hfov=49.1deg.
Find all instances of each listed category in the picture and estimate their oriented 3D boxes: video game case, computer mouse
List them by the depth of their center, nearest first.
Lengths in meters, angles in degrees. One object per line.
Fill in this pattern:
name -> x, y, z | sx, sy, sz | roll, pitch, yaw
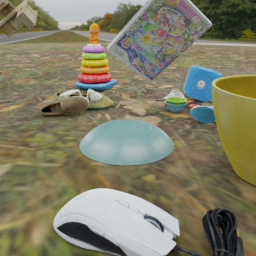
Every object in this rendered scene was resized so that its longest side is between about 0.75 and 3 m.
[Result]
computer mouse -> 0.163, 1.367, 3.926 | 2.800, 0.614, 1.535 | 8, 23, 21
video game case -> 0.931, -2.846, 8.755 | 1.960, 2.737, 0.247 | 30, 37, -28

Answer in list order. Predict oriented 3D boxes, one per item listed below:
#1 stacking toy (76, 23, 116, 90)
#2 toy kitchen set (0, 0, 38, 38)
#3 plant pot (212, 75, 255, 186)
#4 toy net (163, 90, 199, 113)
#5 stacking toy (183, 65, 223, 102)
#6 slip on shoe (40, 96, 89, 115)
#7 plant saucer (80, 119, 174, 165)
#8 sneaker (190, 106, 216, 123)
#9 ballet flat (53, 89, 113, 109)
stacking toy -> -1.570, -3.335, 13.096 | 1.623, 2.957, 1.716 | 9, 23, 22
toy kitchen set -> -3.226, -3.013, 7.608 | 1.124, 0.917, 1.014 | -32, 42, 15
plant pot -> 2.927, 0.088, 5.551 | 2.624, 1.863, 2.624 | 0, 21, 0
toy net -> 2.008, -1.101, 10.699 | 1.296, 0.477, 2.471 | 1, 20, 2
stacking toy -> 3.345, -1.894, 12.088 | 1.367, 1.293, 2.355 | 22, 17, 19
slip on shoe -> -2.139, -0.717, 9.452 | 1.652, 0.628, 0.500 | -2, 18, 0
plant saucer -> -0.029, 0.199, 7.271 | 2.461, 0.474, 2.461 | 1, 20, 0
sneaker -> 2.644, -0.463, 9.035 | 1.409, 0.539, 0.569 | 4, 13, -11
ballet flat -> -1.618, -1.066, 10.212 | 2.214, 0.783, 0.783 | -4, 21, -11
